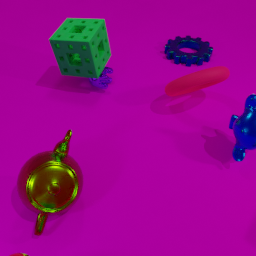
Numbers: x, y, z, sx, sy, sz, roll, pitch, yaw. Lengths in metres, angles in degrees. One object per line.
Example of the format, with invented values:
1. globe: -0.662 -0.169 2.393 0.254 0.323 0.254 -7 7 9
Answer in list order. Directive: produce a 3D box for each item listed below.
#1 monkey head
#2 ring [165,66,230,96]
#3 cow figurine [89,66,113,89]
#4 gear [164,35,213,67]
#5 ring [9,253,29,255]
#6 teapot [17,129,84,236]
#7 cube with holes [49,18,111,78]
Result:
1. monkey head: 2.711 -0.026 6.486 0.933 1.548 1.114 -1 16 -41
2. ring: 1.884 -1.266 7.724 1.793 1.793 0.359 -16 89 -15
3. cow figurine: -1.048 -1.701 8.779 1.139 0.635 1.157 13 34 6
4. gear: 2.184 -2.814 10.140 1.680 0.311 1.680 0 45 0
5. ring: -1.550 2.267 3.661 1.170 0.234 1.170 -20 54 30
6. teapot: -1.458 1.029 5.450 1.298 1.022 2.087 17 84 -18
7. cube with holes: -1.327 -2.331 8.153 1.192 1.192 1.192 8 50 16
